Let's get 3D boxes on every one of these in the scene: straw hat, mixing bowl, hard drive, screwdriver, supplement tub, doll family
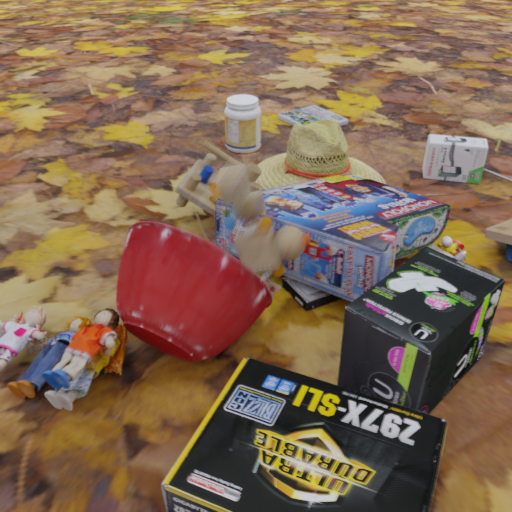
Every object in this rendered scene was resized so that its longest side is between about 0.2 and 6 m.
[{"bbox_3d":[1.329,-2.256,12.237,3.236,1.369,3.236,0,33,0],"label":"straw hat"},{"bbox_3d":[-1.015,0.658,7.554,2.226,2.226,1.206,17,67,23],"label":"mixing bowl"},{"bbox_3d":[1.079,0.472,9.164,1.099,0.208,0.768,-15,36,-24],"label":"hard drive"},{"bbox_3d":[5.793,-1.549,12.081,0.307,0.320,2.201,-18,41,-28],"label":"screwdriver"},{"bbox_3d":[-0.328,-3.255,13.831,0.900,1.244,0.900,0,34,0],"label":"supplement tub"},{"bbox_3d":[-2.526,1.309,7.478,2.230,1.005,1.384,-1,37,31],"label":"doll family"}]

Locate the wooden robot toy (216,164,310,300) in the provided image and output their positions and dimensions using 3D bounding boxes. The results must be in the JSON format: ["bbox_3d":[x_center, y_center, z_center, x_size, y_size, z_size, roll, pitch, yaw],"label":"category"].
[{"bbox_3d":[0.240,-0.303,7.979,1.025,2.258,0.995,-10,26,14],"label":"wooden robot toy"}]

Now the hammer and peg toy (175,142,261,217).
[{"bbox_3d":[-0.685,-1.347,10.969,1.508,0.723,2.050,32,32,-7],"label":"hammer and peg toy"}]

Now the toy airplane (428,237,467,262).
[{"bbox_3d":[3.199,-0.069,9.655,0.815,0.575,0.811,8,35,11],"label":"toy airplane"}]

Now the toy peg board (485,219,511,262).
[{"bbox_3d":[5.328,-0.074,9.591,1.916,0.937,1.908,-17,22,-26],"label":"toy peg board"}]

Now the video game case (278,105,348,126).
[{"bbox_3d":[1.585,-3.825,15.675,1.353,0.163,1.484,-21,40,-29],"label":"video game case"}]

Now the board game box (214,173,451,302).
[{"bbox_3d":[1.510,-0.350,9.364,3.245,1.001,3.243,-15,29,-31],"label":"board game box"}]

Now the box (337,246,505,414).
[{"bbox_3d":[2.113,1.014,7.260,1.907,1.416,1.185,-29,43,-36],"label":"box"}]

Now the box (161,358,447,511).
[{"bbox_3d":[0.603,2.288,6.085,2.541,0.627,2.029,14,35,20],"label":"box"}]

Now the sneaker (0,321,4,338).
[{"bbox_3d":[-4.802,1.022,7.611,2.470,1.011,0.952,-6,34,-9],"label":"sneaker"}]

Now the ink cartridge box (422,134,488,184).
[{"bbox_3d":[4.408,-2.154,12.490,1.250,0.912,0.525,7,36,12],"label":"ink cartridge box"}]
